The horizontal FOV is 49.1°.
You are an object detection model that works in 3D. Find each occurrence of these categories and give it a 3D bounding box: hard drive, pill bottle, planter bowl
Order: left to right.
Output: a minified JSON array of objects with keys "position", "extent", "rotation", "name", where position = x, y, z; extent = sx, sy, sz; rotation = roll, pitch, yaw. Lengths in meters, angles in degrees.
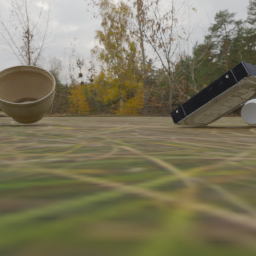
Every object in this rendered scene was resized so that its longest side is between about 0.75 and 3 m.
[{"position":[-3.550,-1.026,9.729],"extent":[2.057,1.384,2.057],"rotation":[6,46,-6],"name":"planter bowl"},{"position":[2.615,-0.800,7.798],"extent":[1.725,0.467,2.470],"rotation":[1,-29,-43],"name":"hard drive"},{"position":[3.976,-0.466,8.553],"extent":[0.840,0.840,1.405],"rotation":[2,6,38],"name":"pill bottle"}]
